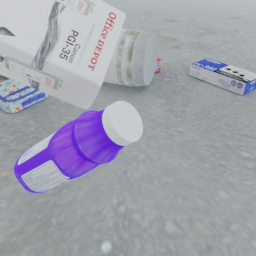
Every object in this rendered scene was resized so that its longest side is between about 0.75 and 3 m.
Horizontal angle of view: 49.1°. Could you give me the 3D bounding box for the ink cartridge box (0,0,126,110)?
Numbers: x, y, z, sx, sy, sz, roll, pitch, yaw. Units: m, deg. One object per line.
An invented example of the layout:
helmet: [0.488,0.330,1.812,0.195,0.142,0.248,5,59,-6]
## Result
ink cartridge box: [-1.666,-1.938,5.693,2.824,1.169,2.069,22,62,-14]

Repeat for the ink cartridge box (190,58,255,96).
ink cartridge box: [3.960,-2.187,11.612,1.212,0.570,2.578,-25,41,-34]

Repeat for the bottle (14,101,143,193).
bottle: [-0.681,0.273,3.578,2.011,0.656,0.840,-27,10,39]

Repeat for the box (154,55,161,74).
box: [0.871,-3.048,12.771,0.741,0.710,1.487,-12,35,-17]

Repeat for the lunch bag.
lunch bag: [-3.888,-1.303,10.195,1.517,0.715,1.893,22,41,27]

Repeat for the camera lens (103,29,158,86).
camera lens: [-0.362,-2.838,11.158,2.686,2.149,2.149,12,36,17]
